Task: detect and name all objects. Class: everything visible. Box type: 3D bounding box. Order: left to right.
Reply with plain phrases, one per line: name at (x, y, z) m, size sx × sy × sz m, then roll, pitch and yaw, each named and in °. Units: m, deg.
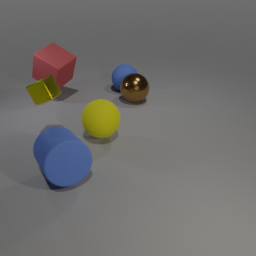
cube at (-2.764, -1.244, 9.226) m, size 0.700 × 0.700 × 0.700 m, roll -18°, pitch 19°, yaw 20°
cube at (-3.459, -2.859, 13.128) m, size 1.400 × 1.400 × 1.400 m, roll 32°, pitch 47°, yaw 6°
cylinder at (-1.963, 0.808, 8.327) m, size 1.400 × 1.400 × 1.400 m, roll -16°, pitch 25°, yaw -25°
ball at (-0.982, -0.340, 10.206) m, size 1.400 × 1.400 × 1.400 m, roll 0°, pitch 30°, yaw 0°
ball at (-0.154, -2.621, 14.614) m, size 1.400 × 1.400 × 1.400 m, roll 0°, pitch 30°, yaw 0°
ball at (0.323, -1.906, 13.369) m, size 1.400 × 1.400 × 1.400 m, roll 0°, pitch 30°, yaw 0°
